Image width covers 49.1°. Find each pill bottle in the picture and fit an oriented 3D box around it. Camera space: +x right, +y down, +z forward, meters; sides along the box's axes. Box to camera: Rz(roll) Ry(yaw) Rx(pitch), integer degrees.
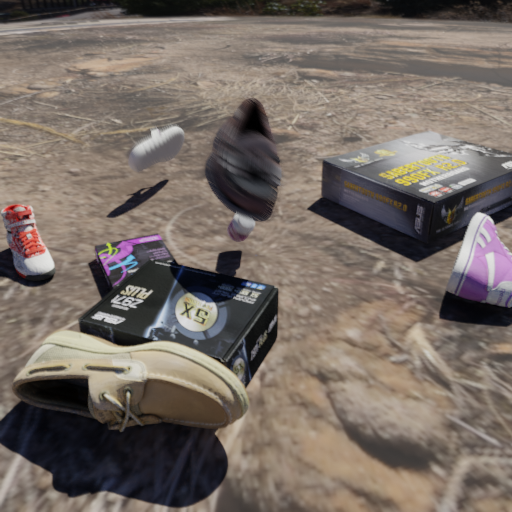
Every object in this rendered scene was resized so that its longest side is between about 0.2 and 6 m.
[{"bbox_3d":[-0.261,-0.550,10.212,0.415,0.738,0.415,4,72,-14],"label":"pill bottle"}]

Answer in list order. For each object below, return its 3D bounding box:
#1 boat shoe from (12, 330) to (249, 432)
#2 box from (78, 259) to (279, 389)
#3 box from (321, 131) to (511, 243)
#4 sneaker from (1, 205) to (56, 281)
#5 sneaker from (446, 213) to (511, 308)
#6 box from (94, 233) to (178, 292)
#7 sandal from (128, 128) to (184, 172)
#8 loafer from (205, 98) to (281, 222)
[{"bbox_3d":[-1.514,1.597,6.506,2.930,1.057,0.952,7,35,23],"label":"boat shoe"},{"bbox_3d":[-0.975,0.991,7.636,2.130,0.917,1.744,12,32,21],"label":"box"},{"bbox_3d":[3.857,-1.730,12.528,3.824,0.924,3.028,-20,35,-32],"label":"box"},{"bbox_3d":[-4.094,-0.301,9.932,0.593,0.952,1.777,-17,33,-28],"label":"sneaker"},{"bbox_3d":[4.061,0.127,9.472,1.301,0.827,2.283,18,41,18],"label":"sneaker"},{"bbox_3d":[-2.047,0.169,9.763,1.211,0.306,1.694,-13,33,-22],"label":"box"},{"bbox_3d":[-2.327,-2.567,12.911,0.521,0.862,2.118,31,31,9],"label":"sandal"},{"bbox_3d":[-0.159,-1.647,8.774,1.090,0.955,3.031,18,29,-17],"label":"loafer"}]
